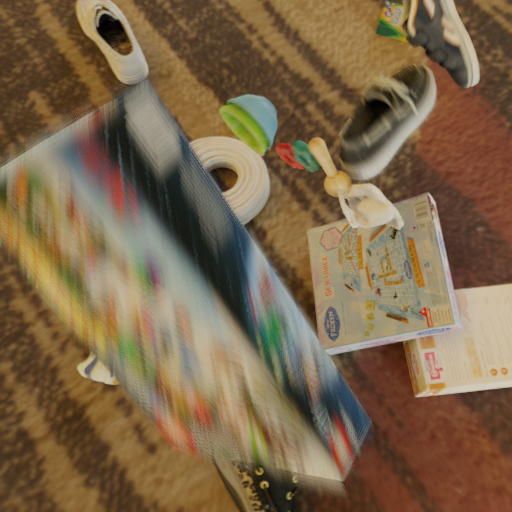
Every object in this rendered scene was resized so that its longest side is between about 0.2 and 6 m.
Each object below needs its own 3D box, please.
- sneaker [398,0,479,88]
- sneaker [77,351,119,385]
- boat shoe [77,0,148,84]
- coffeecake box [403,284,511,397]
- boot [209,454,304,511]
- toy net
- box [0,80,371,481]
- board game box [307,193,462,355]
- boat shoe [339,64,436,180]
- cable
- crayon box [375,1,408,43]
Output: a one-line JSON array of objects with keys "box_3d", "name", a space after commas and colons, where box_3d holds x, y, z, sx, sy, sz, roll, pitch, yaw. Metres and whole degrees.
[{"box_3d": [2.798, -3.558, 8.915, 0.835, 0.825, 2.103, -27, 103, 6], "name": "sneaker"}, {"box_3d": [-2.552, 1.169, 9.774, 0.901, 0.770, 2.045, 7, 66, 3], "name": "sneaker"}, {"box_3d": [-3.285, -5.037, 12.385, 0.999, 0.951, 2.776, -22, 68, -9], "name": "boat shoe"}, {"box_3d": [3.680, 1.446, 9.635, 2.142, 0.782, 1.644, -5, 66, -2], "name": "coffeecake box"}, {"box_3d": [0.612, 3.506, 8.686, 1.905, 0.911, 2.523, -31, 70, -15], "name": "boot"}, {"box_3d": [0.795, -1.225, 8.418, 3.106, 1.630, 0.600, 42, 82, 11], "name": "toy net"}, {"box_3d": [-1.058, 0.631, 6.477, 4.509, 3.079, 0.850, 56, 49, -22], "name": "box"}, {"box_3d": [2.105, 0.347, 9.678, 2.332, 0.481, 2.338, -16, 63, 28], "name": "board game box"}, {"box_3d": [1.941, -2.258, 8.433, 0.897, 0.830, 2.429, 24, 64, 38], "name": "boat shoe"}, {"box_3d": [-0.713, -1.466, 10.971, 1.948, 0.674, 1.948, -31, 70, -13], "name": "cable"}, {"box_3d": [3.457, -5.317, 12.856, 1.244, 0.321, 0.782, 18, 68, 7], "name": "crayon box"}]
